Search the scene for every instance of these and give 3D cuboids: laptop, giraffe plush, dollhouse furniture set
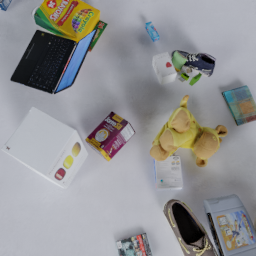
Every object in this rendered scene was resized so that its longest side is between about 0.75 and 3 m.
[{"bbox_3d":[-2.758,-2.674,10.281,2.804,1.448,2.485,18,71,5],"label":"laptop"},{"bbox_3d":[2.271,0.372,9.903,2.119,2.255,2.614,33,38,0],"label":"giraffe plush"},{"bbox_3d":[2.169,-2.320,11.172,1.491,0.745,0.575,43,52,15],"label":"dollhouse furniture set"}]

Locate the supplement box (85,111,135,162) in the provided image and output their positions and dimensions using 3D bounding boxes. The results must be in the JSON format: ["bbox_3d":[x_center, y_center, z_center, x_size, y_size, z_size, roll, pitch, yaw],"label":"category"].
[{"bbox_3d":[-0.632,0.299,10.118,0.974,0.768,1.487,32,73,37],"label":"supplement box"}]

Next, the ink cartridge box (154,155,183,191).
[{"bbox_3d":[1.426,1.508,10.040,0.947,0.530,1.388,-2,72,-1],"label":"ink cartridge box"}]

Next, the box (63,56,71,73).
[{"bbox_3d":[-2.965,-2.516,11.342,0.636,0.690,1.344,42,75,12],"label":"box"}]

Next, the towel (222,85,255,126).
[{"bbox_3d":[4.511,-0.911,11.067,1.110,0.164,1.513,-16,72,-5],"label":"towel"}]

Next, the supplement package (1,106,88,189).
[{"bbox_3d":[-2.490,0.781,9.077,1.540,2.813,1.600,28,73,9],"label":"supplement package"}]

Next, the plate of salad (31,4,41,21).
[{"bbox_3d":[-3.631,-5.013,12.397,1.281,0.308,1.281,3,62,-5],"label":"plate of salad"}]

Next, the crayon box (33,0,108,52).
[{"bbox_3d":[-2.356,-4.595,11.870,2.674,0.679,1.697,27,73,-2],"label":"crayon box"}]

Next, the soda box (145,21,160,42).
[{"bbox_3d":[1.048,-4.170,12.119,0.293,0.277,0.863,-23,73,-7],"label":"soda box"}]

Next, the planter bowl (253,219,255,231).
[{"bbox_3d":[5.573,3.504,8.714,2.635,1.773,2.635,0,71,-1],"label":"planter bowl"}]

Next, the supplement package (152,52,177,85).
[{"bbox_3d":[1.461,-2.402,11.325,0.642,0.634,1.059,-17,72,-6],"label":"supplement package"}]

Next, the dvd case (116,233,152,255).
[{"bbox_3d":[0.203,4.056,9.393,1.078,0.119,0.787,-15,72,-6],"label":"dvd case"}]

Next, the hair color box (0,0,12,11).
[{"bbox_3d":[-5.646,-6.228,12.690,0.872,0.528,1.744,16,72,5],"label":"hair color box"}]

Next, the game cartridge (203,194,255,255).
[{"bbox_3d":[3.459,3.368,9.239,1.502,0.468,2.256,-6,67,-18],"label":"game cartridge"}]

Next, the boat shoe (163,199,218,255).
[{"bbox_3d":[2.153,3.640,9.133,1.044,0.865,2.905,-28,73,-9],"label":"boat shoe"}]

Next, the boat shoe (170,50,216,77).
[{"bbox_3d":[2.651,-2.826,11.330,1.931,0.895,0.721,24,73,8],"label":"boat shoe"}]
